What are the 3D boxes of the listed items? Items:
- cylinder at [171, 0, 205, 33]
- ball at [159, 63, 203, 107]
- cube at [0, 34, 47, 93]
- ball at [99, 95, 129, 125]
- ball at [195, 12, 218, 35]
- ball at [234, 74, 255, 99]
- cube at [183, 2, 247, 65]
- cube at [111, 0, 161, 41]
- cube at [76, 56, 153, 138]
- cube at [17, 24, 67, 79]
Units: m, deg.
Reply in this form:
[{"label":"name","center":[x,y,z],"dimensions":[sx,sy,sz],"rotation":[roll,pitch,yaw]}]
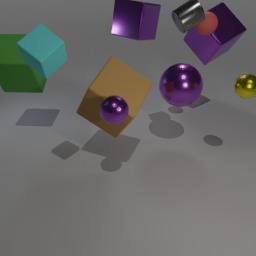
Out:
[{"label":"cylinder","center":[1.711,-3.185,7.966],"dimensions":[0.700,0.700,0.700],"rotation":[-32,32,5]},{"label":"ball","center":[1.709,-1.379,9.056],"dimensions":[1.400,1.400,1.400],"rotation":[0,30,0]},{"label":"cube","center":[-3.589,-2.161,9.443],"dimensions":[1.400,1.400,1.400],"rotation":[2,57,4]},{"label":"ball","center":[-0.329,-0.432,6.685],"dimensions":[0.700,0.700,0.700],"rotation":[0,30,0]},{"label":"ball","center":[2.474,-3.301,8.854],"dimensions":[0.700,0.700,0.700],"rotation":[0,30,0]},{"label":"ball","center":[3.363,-1.171,7.900],"dimensions":[0.700,0.700,0.700],"rotation":[0,30,0]},{"label":"cube","center":[3.248,-3.544,10.640],"dimensions":[1.400,1.400,1.400],"rotation":[-34,81,-18]},{"label":"cube","center":[0.327,-4.468,11.555],"dimensions":[1.400,1.400,1.400],"rotation":[22,28,27]},{"label":"cube","center":[-0.396,-0.847,7.965],"dimensions":[1.400,1.400,1.400],"rotation":[33,56,-7]},{"label":"cube","center":[-1.859,-1.674,6.161],"dimensions":[0.700,0.700,0.700],"rotation":[38,71,8]}]
